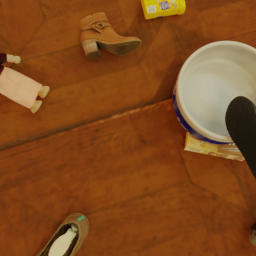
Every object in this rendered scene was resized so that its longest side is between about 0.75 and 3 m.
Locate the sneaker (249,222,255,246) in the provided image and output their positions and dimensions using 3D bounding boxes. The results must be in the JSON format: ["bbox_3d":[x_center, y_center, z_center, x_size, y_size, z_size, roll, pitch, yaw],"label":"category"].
[{"bbox_3d":[4.599,2.467,7.205,2.983,1.125,1.182,-24,77,-6],"label":"sneaker"}]

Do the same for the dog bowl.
[{"bbox_3d":[2.570,-0.893,7.564,2.654,1.045,2.654,0,79,0],"label":"dog bowl"}]

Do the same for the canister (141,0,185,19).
[{"bbox_3d":[1.160,-4.223,9.430,1.313,0.568,0.975,-10,74,-2],"label":"canister"}]

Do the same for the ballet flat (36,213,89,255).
[{"bbox_3d":[-1.948,3.419,6.967,0.961,1.025,2.834,34,77,9],"label":"ballet flat"}]

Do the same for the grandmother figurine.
[{"bbox_3d":[-3.660,-1.407,7.874,2.670,0.809,1.619,33,63,-25],"label":"grandmother figurine"}]

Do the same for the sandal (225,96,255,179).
[{"bbox_3d":[2.905,0.285,6.507,0.515,0.809,2.153,3,65,-46],"label":"sandal"}]

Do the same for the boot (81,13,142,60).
[{"bbox_3d":[-0.604,-3.082,9.046,1.907,0.703,1.476,-10,70,-6],"label":"boot"}]

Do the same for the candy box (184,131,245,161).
[{"bbox_3d":[2.575,0.282,8.158,1.731,0.479,0.999,11,74,3],"label":"candy box"}]
